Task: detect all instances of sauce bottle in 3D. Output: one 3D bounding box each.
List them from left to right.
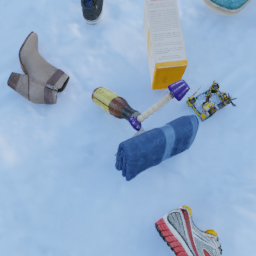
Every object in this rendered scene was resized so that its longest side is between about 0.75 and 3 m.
[{"bbox_3d":[-0.338,-0.613,7.834,0.609,0.609,1.846,-43,47,-10],"label":"sauce bottle"}]

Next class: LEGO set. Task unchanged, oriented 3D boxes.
[{"bbox_3d":[2.459,-0.847,8.297,1.345,0.779,1.034,-23,76,-6],"label":"LEGO set"}]

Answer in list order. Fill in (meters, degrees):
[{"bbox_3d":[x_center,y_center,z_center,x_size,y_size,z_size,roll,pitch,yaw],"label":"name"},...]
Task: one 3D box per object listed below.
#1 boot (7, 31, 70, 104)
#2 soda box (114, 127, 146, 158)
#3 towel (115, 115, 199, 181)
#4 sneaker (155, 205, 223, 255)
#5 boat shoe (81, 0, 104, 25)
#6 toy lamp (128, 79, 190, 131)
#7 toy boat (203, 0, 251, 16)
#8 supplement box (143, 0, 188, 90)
[{"bbox_3d":[-2.602,-1.782,8.639,1.622,0.779,2.218,17,77,-2],"label":"boot"},{"bbox_3d":[0.133,0.530,8.126,0.367,0.395,1.158,43,79,10],"label":"soda box"},{"bbox_3d":[0.812,0.479,7.306,2.327,1.299,0.565,-21,54,-23],"label":"towel"},{"bbox_3d":[2.025,3.239,7.015,1.203,1.139,2.927,-38,79,-10],"label":"sneaker"},{"bbox_3d":[-1.130,-4.761,9.366,0.909,0.750,2.649,0,75,0],"label":"boat shoe"},{"bbox_3d":[0.749,-0.543,6.692,1.629,0.474,0.474,-40,77,18],"label":"toy lamp"},{"bbox_3d":[3.978,-4.618,9.033,2.845,1.322,2.391,26,76,7],"label":"toy boat"},{"bbox_3d":[1.051,-2.592,8.362,0.910,1.559,2.474,-6,76,-1],"label":"supplement box"}]
